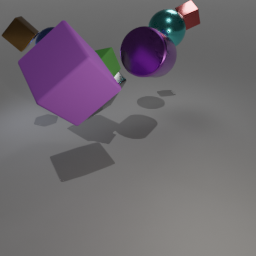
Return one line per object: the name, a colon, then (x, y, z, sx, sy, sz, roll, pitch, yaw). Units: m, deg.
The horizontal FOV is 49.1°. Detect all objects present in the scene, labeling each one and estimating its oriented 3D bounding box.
ball: (-2.754, -3.043, 10.493, 1.400, 1.400, 1.400, 0, 29, 0)
cube: (-1.276, -1.160, 6.233, 1.400, 1.400, 1.400, -39, 59, 9)
cube: (-0.741, -1.748, 7.880, 0.700, 0.700, 0.700, -1, 41, 32)
cube: (2.362, -4.434, 11.064, 0.700, 0.700, 0.700, -23, 53, 7)
cube: (-1.195, -1.429, 9.562, 1.400, 1.400, 1.400, 45, 45, 7)
cylinder: (0.655, -2.250, 8.514, 1.400, 1.400, 1.400, 11, 13, 20)
ball: (1.425, -3.630, 10.339, 1.400, 1.400, 1.400, 0, 29, 0)
cube: (-3.225, -2.841, 8.452, 0.700, 0.700, 0.700, 40, 15, -22)
